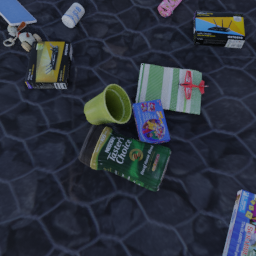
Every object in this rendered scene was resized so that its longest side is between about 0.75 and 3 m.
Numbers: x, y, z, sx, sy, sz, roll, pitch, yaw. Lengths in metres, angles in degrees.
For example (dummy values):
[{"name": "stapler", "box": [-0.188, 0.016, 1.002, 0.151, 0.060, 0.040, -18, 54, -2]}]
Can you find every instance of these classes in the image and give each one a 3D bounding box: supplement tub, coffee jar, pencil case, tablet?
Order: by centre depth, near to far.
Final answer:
[{"name": "coffee jar", "box": [-0.133, 0.966, 9.545, 2.943, 1.256, 1.535, 18, 74, 8]}, {"name": "supplement tub", "box": [-2.462, -5.063, 12.607, 0.642, 0.642, 0.973, 25, 70, 11]}, {"name": "tablet", "box": [-5.257, -5.316, 12.745, 1.309, 0.137, 2.012, -28, 66, -40]}, {"name": "pencil case", "box": [2.065, -5.836, 12.950, 0.691, 0.661, 1.596, 43, 69, -14]}]

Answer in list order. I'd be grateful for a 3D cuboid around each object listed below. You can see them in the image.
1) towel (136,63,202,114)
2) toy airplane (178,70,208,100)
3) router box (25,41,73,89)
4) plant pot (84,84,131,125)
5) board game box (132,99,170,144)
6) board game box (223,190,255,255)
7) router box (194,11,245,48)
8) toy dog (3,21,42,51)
[{"name": "towel", "box": [1.653, -1.590, 11.221, 2.536, 0.297, 1.934, 8, 70, 2]}, {"name": "toy airplane", "box": [2.548, -1.673, 10.996, 1.209, 0.222, 1.209, 0, 80, -2]}, {"name": "router box", "box": [-3.216, -2.603, 11.552, 1.619, 0.538, 2.059, 0, 66, 0]}, {"name": "plant pot", "box": [-0.822, -0.701, 10.061, 1.304, 1.418, 1.418, -16, 59, 37]}, {"name": "board game box", "box": [0.848, -0.198, 10.439, 1.080, 0.359, 1.606, -10, 76, -4]}, {"name": "board game box", "box": [4.423, 3.464, 8.881, 2.297, 0.474, 2.302, 20, 67, 9]}, {"name": "router box", "box": [3.972, -4.353, 12.339, 2.101, 0.536, 1.567, 4, 66, 2]}, {"name": "toy dog", "box": [-4.604, -4.042, 12.049, 1.700, 0.819, 1.121, 16, 67, 7]}]
